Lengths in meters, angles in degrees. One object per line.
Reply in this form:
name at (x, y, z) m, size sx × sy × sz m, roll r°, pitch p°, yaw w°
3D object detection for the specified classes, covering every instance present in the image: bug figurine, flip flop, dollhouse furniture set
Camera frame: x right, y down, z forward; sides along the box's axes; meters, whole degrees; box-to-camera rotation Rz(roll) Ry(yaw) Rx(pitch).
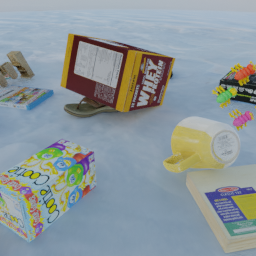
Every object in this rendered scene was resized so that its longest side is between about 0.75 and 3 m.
bug figurine at (2.683, -0.649, 6.309) m, size 1.212 × 1.563 × 0.402 m, roll -35°, pitch 5°, yaw 2°
flip flop at (-1.118, -0.896, 9.937) m, size 2.323 × 0.669 × 0.942 m, roll -8°, pitch 29°, yaw -15°
dollhouse furniture set at (-5.393, -2.406, 12.565) m, size 1.661 × 1.259 × 1.895 m, roll 13°, pitch 50°, yaw 37°

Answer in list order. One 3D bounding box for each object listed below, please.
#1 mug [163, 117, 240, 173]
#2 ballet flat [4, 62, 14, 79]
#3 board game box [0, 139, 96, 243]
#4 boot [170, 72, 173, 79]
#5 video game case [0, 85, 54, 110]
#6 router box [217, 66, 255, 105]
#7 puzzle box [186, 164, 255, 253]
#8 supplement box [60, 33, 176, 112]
mug at (1.752, 0.505, 6.341) m, size 1.278 × 1.596 × 1.310 m, roll 30°, pitch -7°, yaw -15°
ballet flat at (-6.037, -2.901, 13.859) m, size 0.617 × 0.522 × 1.633 m, roll -6°, pitch 29°, yaw -14°
board game box at (-1.656, 1.156, 5.755) m, size 1.007 × 0.989 × 1.921 m, roll 17°, pitch 33°, yaw 29°
boot at (1.381, -2.883, 13.662) m, size 1.668 × 0.628 × 1.247 m, roll 10°, pitch 35°, yaw -3°
video game case at (-4.457, -1.264, 11.120) m, size 2.418 × 0.215 × 1.730 m, roll 8°, pitch 28°, yaw 15°
router box at (5.006, -1.789, 11.470) m, size 1.908 × 0.791 × 2.546 m, roll 17°, pitch 32°, yaw 29°
puzzle box at (2.902, 1.461, 5.837) m, size 2.906 × 0.369 × 1.933 m, roll -5°, pitch 29°, yaw -9°
supplement box at (-0.312, -1.964, 9.804) m, size 2.744 × 1.822 × 2.707 m, roll 24°, pitch 21°, yaw 28°
